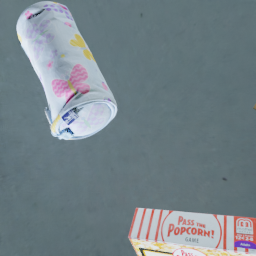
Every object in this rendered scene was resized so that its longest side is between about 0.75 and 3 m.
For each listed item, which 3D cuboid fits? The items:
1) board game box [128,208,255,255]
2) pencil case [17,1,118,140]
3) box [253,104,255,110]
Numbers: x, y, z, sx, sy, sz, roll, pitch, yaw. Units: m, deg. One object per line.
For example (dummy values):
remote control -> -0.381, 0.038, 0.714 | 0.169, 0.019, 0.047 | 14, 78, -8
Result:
board game box -> 1.236, 2.401, 4.878 | 1.884, 2.487, 0.576 | -1, 41, 21
pencil case -> -1.189, -1.082, 5.162 | 1.206, 1.105, 2.658 | -36, 64, 23
box -> 3.160, -0.007, 4.804 | 1.405, 1.719, 0.183 | 22, 103, -4
